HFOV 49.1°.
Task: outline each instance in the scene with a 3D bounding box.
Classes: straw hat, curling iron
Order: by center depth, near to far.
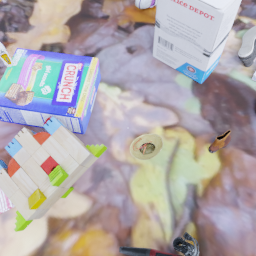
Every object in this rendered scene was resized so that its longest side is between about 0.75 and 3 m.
[{"bbox_3d":[0.602,2.647,6.057,0.289,2.261,0.561,44,46,-20],"label":"curling iron"},{"bbox_3d":[0.582,0.637,7.955,1.003,0.425,1.003,-15,42,14],"label":"straw hat"}]

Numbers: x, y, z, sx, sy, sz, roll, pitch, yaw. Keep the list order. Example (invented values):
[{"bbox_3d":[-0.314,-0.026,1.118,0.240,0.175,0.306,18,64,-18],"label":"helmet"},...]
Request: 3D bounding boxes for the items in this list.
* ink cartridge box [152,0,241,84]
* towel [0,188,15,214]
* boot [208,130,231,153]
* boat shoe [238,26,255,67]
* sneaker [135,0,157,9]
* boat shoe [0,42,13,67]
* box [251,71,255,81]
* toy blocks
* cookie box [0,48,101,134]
[{"bbox_3d":[1.989,-3.111,8.692,2.111,2.891,1.219,36,66,19],"label":"ink cartridge box"},{"bbox_3d":[-3.558,1.956,7.358,1.021,0.153,0.747,-25,64,-14],"label":"towel"},{"bbox_3d":[2.686,0.267,7.890,0.861,0.915,0.313,-25,63,-14],"label":"boot"},{"bbox_3d":[4.438,-2.954,10.046,0.661,0.564,1.978,2,48,43],"label":"boat shoe"},{"bbox_3d":[1.733,-5.344,11.091,2.893,1.049,1.650,-40,71,-20],"label":"sneaker"},{"bbox_3d":[-3.438,-2.053,7.647,0.294,0.289,0.828,-35,110,-19],"label":"boat shoe"},{"bbox_3d":[5.017,-1.740,9.424,1.354,0.279,1.055,32,65,18],"label":"box"},{"bbox_3d":[-2.220,0.834,7.095,1.923,1.406,2.813,43,87,17],"label":"toy blocks"},{"bbox_3d":[-2.403,-1.194,8.666,2.691,1.011,2.302,8,60,4],"label":"cookie box"}]
